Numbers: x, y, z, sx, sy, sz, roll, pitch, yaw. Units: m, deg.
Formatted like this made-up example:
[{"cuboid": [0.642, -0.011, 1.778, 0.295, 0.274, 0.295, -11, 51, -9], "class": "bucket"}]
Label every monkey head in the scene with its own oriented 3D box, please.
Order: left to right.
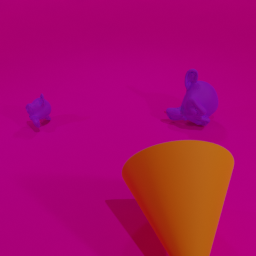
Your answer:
[{"cuboid": [-2.223, -0.391, 7.141, 0.604, 1.003, 0.721, -23, 60, -17], "class": "monkey head"}, {"cuboid": [1.674, -0.649, 7.271, 1.247, 1.733, 1.044, -2, 54, 32], "class": "monkey head"}]

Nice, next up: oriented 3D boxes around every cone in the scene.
[{"cuboid": [0.770, 1.323, 3.770, 1.679, 1.679, 1.686, -1, 53, -2], "class": "cone"}]
